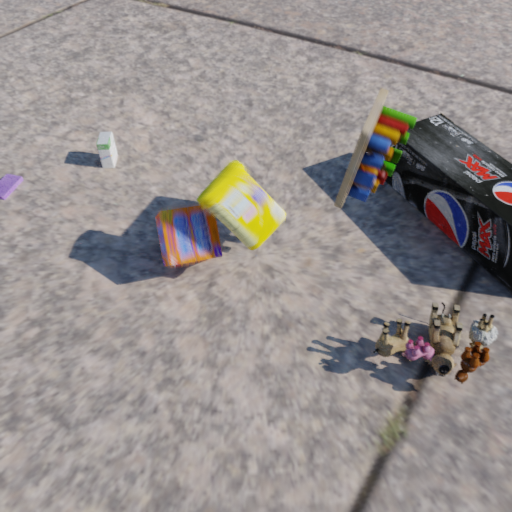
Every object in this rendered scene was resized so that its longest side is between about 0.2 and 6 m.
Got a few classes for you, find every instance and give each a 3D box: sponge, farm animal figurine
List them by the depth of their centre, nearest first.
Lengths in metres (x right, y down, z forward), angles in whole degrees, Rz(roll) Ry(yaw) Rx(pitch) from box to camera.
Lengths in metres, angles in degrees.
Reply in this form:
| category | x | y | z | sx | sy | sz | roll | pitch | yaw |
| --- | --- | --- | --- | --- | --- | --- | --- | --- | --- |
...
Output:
| category | x | y | z | sx | sy | sz | roll | pitch | yaw |
| --- | --- | --- | --- | --- | --- | --- | --- | --- | --- |
| farm animal figurine | 2.966 | 1.480 | 9.287 | 1.719 | 0.896 | 1.700 | 16 | 35 | 25 |
| sponge | -5.714 | -1.579 | 12.774 | 0.430 | 0.115 | 0.771 | 12 | 47 | 11 |

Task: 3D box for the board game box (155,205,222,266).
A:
| category | x | y | z | sx | sy | sz | roll | pitch | yaw |
| --- | --- | --- | --- | --- | --- | --- | --- | --- | --- |
| board game box | -1.291 | -0.377 | 10.585 | 0.994 | 0.994 | 0.994 | -10 | 91 | -15 |

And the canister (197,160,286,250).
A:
| category | x | y | z | sx | sy | sz | roll | pitch | yaw |
| --- | --- | --- | --- | --- | --- | --- | --- | --- | --- |
| canister | -0.234 | -0.862 | 9.817 | 0.983 | 1.323 | 0.573 | -48 | 18 | -7 |

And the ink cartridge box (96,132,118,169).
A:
| category | x | y | z | sx | sy | sz | roll | pitch | yaw |
| --- | --- | --- | --- | --- | --- | --- | --- | --- | --- |
| ink cartridge box | -3.526 | -2.501 | 13.270 | 0.311 | 0.710 | 0.516 | -3 | 46 | 2 |

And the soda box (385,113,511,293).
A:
| category | x | y | z | sx | sy | sz | roll | pitch | yaw |
| --- | --- | --- | --- | --- | --- | --- | --- | --- | --- |
| soda box | 4.492 | -1.200 | 11.508 | 1.516 | 1.357 | 4.285 | -21 | 48 | -18 |

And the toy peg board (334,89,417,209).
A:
| category | x | y | z | sx | sy | sz | roll | pitch | yaw |
| --- | --- | --- | --- | --- | --- | --- | --- | --- | --- |
| toy peg board | 2.114 | -1.758 | 9.711 | 0.781 | 1.597 | 1.590 | 21 | 46 | 7 |
